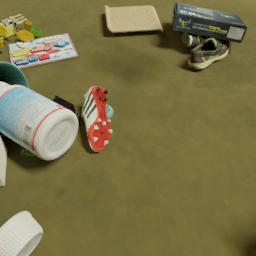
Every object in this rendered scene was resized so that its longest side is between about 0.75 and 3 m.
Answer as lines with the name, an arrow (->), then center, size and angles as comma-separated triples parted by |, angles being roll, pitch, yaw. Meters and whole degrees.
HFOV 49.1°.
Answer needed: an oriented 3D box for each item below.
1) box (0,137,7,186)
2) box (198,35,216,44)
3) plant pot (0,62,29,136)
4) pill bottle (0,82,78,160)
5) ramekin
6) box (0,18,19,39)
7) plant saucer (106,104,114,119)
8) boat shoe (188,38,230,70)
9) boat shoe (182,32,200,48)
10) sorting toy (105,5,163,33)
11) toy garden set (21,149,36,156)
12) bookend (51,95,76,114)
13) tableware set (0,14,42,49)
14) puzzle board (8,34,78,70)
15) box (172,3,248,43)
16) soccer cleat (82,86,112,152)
box -> -4.389, 0.905, 7.298 | 2.059, 1.122, 1.316 | -9, 48, -8
box -> 3.576, -4.015, 12.412 | 1.043, 0.248, 0.636 | -8, 47, -8
plant pot -> -4.321, -0.889, 8.404 | 1.720, 2.143, 2.143 | 4, 47, 18
pill bottle -> -2.878, -0.315, 7.950 | 2.733, 1.486, 1.486 | 27, 53, 23
ramekin -> -2.350, 2.412, 5.965 | 0.595, 1.133, 1.133 | 35, 56, 13
box -> -5.961, -4.231, 12.420 | 2.030, 0.509, 0.764 | -34, 56, -27
plant saucer -> -0.875, -0.566, 9.320 | 0.790, 0.142, 0.790 | -1, 47, 1
boat shoe -> 3.346, -3.179, 11.231 | 2.521, 0.828, 0.901 | -36, 54, -29
boat shoe -> 2.669, -3.838, 11.984 | 0.488, 0.578, 1.622 | 7, 36, -6
sorting toy -> 0.229, -5.153, 13.368 | 2.571, 0.469, 2.380 | -2, 47, -8
toy garden set -> -2.655, 0.407, 8.390 | 0.813, 0.195, 0.975 | 5, 48, 5
bookend -> -2.319, -0.551, 9.139 | 0.838, 0.388, 0.843 | 26, 54, 23
tableware set -> -4.899, -4.086, 12.114 | 1.548, 0.353, 2.298 | 37, 47, 3
puzzle board -> -3.614, -3.295, 11.768 | 2.624, 0.228, 1.977 | -15, 50, -14
box -> 3.372, -4.586, 12.060 | 2.926, 0.746, 2.307 | 12, 34, 1
soccer cleat -> -1.042, -0.262, 8.654 | 0.752, 0.933, 2.190 | 16, 61, -41
